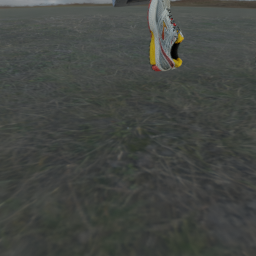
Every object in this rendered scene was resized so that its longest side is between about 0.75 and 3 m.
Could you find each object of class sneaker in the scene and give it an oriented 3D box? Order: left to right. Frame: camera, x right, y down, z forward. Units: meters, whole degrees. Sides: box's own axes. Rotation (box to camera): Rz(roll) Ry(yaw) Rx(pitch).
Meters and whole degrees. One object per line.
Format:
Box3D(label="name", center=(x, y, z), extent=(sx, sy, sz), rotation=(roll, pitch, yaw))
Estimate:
Box3D(label="sneaker", center=(1.055, -2.542, 7.262), extent=(0.865, 2.105, 0.820), rotation=(8, 26, 30))

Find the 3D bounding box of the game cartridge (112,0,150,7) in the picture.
Box3D(label="game cartridge", center=(0.711, -4.008, 8.207), extent=(2.341, 0.486, 1.559), rotation=(-10, 16, -5))
